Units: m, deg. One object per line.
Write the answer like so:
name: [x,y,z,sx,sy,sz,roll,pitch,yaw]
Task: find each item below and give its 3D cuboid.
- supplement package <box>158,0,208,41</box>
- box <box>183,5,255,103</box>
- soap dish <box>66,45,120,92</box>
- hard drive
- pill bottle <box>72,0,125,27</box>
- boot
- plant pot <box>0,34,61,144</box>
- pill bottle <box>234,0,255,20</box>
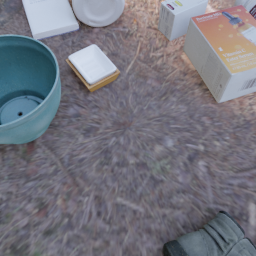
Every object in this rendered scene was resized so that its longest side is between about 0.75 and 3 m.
supplement package: [1.680,-3.500,8.707,1.275,0.993,0.707,-29,64,-16]
box: [2.837,-2.085,7.764,1.709,1.193,2.244,-18,61,-10]
soap dish: [-0.993,-1.677,7.915,1.019,0.526,1.295,-31,65,-17]
hard drive: [-2.650,-3.907,9.361,1.451,0.279,2.200,-18,61,-10]
pill bottle: [-1.136,-4.882,9.166,1.621,1.621,2.912,-9,60,-5]
boot: [1.932,2.911,5.055,1.704,0.883,2.609,-20,62,-15]
plant pot: [-2.747,-0.662,6.627,2.573,1.724,2.573,0,60,0]
pill bottle: [4.267,-2.977,8.117,1.496,1.496,2.648,-17,61,-10]
